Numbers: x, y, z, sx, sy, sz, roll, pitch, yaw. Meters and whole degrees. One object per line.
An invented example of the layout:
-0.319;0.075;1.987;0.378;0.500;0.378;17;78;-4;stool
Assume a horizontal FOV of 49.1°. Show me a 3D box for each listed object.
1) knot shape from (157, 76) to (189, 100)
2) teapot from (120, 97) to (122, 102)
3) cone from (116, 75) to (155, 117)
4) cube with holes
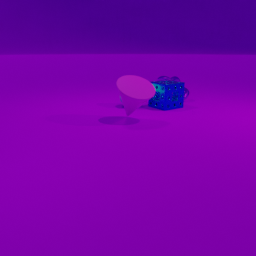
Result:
2.122;-1.831;12.774;1.586;0.733;1.484;45;28;12;knot shape
0.075;-1.280;11.233;0.640;0.813;1.308;30;-14;-26;teapot
0.118;-0.855;9.270;1.272;1.277;1.272;9;42;-9;cone
1.510;-1.322;11.120;1.004;1.004;1.004;-12;20;-35;cube with holes
